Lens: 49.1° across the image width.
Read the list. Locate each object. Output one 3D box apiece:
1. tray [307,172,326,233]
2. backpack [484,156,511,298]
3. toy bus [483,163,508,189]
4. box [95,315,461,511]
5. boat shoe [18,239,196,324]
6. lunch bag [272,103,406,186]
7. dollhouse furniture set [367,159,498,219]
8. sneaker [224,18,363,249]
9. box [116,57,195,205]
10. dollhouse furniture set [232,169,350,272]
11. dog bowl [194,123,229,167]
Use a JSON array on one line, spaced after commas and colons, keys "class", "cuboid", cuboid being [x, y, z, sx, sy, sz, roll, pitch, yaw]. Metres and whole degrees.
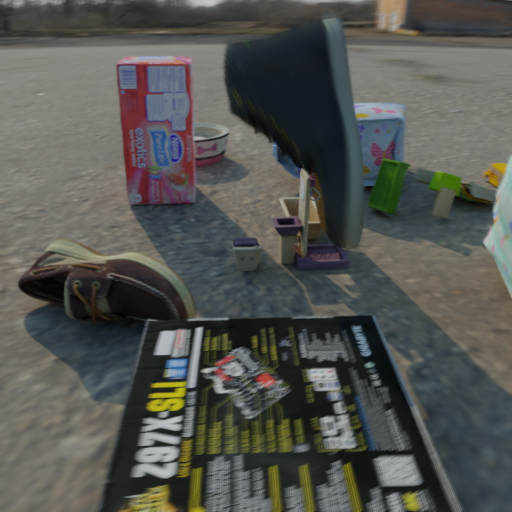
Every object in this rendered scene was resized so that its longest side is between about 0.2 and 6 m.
[{"class": "tray", "cuboid": [0.960, -1.417, 8.831, 0.352, 1.903, 0.939, -13, 29, 7]}, {"class": "backpack", "cuboid": [4.487, -0.477, 6.689, 3.707, 2.811, 4.442, 17, 26, 0]}, {"class": "toy bus", "cuboid": [5.323, -1.678, 12.010, 0.381, 0.459, 1.171, -2, 25, -4]}, {"class": "box", "cuboid": [0.116, 1.599, 4.742, 2.483, 0.767, 3.109, -3, 25, -2]}, {"class": "boat shoe", "cuboid": [-1.969, 0.490, 7.024, 2.675, 0.965, 0.963, 15, 42, 30]}, {"class": "lunch bag", "cuboid": [1.895, -2.622, 12.529, 2.776, 1.765, 2.354, 3, 23, 16]}, {"class": "dollhouse furniture set", "cuboid": [3.497, -1.124, 10.947, 2.536, 0.979, 1.267, 9, 11, -29]}, {"class": "sneaker", "cuboid": [0.519, -1.518, 7.477, 1.641, 3.089, 1.155, -8, -12, 9]}, {"class": "box", "cuboid": [-1.894, -2.480, 11.069, 1.386, 2.700, 1.278, -2, 25, -4]}, {"class": "dollhouse furniture set", "cuboid": [0.441, -0.970, 9.154, 1.800, 1.612, 2.271, -2, 25, -5]}, {"class": "dog bowl", "cuboid": [-1.632, -2.790, 14.077, 1.946, 0.718, 1.946, 0, 26, 0]}]
